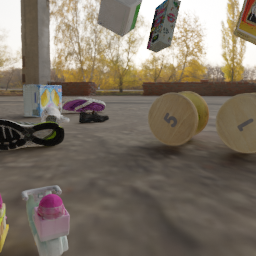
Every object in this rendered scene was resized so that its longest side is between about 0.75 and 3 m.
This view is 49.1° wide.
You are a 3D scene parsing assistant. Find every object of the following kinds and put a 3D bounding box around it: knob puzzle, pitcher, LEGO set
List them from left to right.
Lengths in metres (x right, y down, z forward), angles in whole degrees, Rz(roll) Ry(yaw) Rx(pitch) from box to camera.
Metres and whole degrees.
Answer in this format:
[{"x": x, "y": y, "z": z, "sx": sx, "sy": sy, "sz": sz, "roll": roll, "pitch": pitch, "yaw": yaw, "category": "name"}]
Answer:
[{"x": -1.364, "y": 0.464, "z": 1.403, "sx": 2.041, "sy": 0.760, "sz": 0.939, "roll": -6, "pitch": 10, "yaw": -37, "category": "LEGO set"}, {"x": -2.090, "y": -0.298, "z": 8.016, "sx": 0.770, "sy": 0.544, "sz": 0.898, "roll": 2, "pitch": 16, "yaw": -17, "category": "pitcher"}, {"x": 2.699, "y": -2.666, "z": 4.496, "sx": 0.434, "sy": 3.133, "sz": 3.133, "roll": 3, "pitch": 7, "yaw": -12, "category": "knob puzzle"}]

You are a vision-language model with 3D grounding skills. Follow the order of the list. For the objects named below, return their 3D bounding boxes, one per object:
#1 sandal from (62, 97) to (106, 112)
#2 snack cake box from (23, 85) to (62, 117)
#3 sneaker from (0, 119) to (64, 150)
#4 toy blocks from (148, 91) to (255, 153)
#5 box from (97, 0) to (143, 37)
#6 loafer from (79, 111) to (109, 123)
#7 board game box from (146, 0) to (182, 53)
[{"x": -1.930, "y": -0.956, "z": 12.619, "sx": 1.995, "sy": 0.812, "sz": 0.490, "roll": -3, "pitch": 49, "yaw": -22, "category": "sandal"}, {"x": -3.449, "y": -1.149, "z": 11.508, "sx": 0.714, "sy": 1.223, "sz": 2.127, "roll": 1, "pitch": 8, "yaw": 9, "category": "snack cake box"}, {"x": -1.957, "y": 0.127, "z": 5.120, "sx": 1.475, "sy": 0.545, "sz": 0.597, "roll": 4, "pitch": -2, "yaw": -28, "category": "sneaker"}, {"x": 2.002, "y": -0.276, "z": 5.963, "sx": 2.291, "sy": 0.998, "sz": 2.748, "roll": 5, "pitch": 9, "yaw": 29, "category": "toy blocks"}, {"x": -0.264, "y": -3.618, "z": 8.704, "sx": 1.034, "sy": 1.029, "sz": 0.885, "roll": 32, "pitch": 47, "yaw": 10, "category": "box"}, {"x": -1.070, "y": -0.379, "z": 8.998, "sx": 1.028, "sy": 0.372, "sz": 0.374, "roll": -5, "pitch": 8, "yaw": -35, "category": "loafer"}, {"x": 1.348, "y": -3.948, "z": 10.834, "sx": 0.564, "sy": 1.754, "sz": 1.294, "roll": 15, "pitch": -3, "yaw": -20, "category": "board game box"}]
